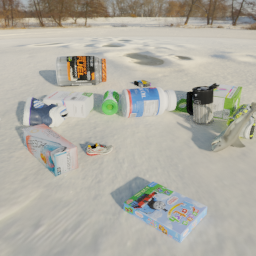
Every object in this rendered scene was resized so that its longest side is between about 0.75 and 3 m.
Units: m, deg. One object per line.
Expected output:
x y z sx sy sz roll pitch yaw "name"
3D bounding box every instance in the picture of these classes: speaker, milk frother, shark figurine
-0.814 -1.253 13.290 0.831 0.831 1.879 0 24 0 "speaker"
3.381 -1.105 12.006 1.524 1.433 1.375 -11 21 -14 "milk frother"
3.890 0.147 9.727 0.985 2.360 1.410 47 4 10 "shark figurine"

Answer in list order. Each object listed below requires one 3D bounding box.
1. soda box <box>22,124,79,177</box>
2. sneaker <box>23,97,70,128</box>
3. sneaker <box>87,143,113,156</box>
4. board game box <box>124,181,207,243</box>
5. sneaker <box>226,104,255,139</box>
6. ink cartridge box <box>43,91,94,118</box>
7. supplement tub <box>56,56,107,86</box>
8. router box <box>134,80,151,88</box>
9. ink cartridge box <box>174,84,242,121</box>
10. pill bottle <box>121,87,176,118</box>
-2.547 0.621 9.015 0.825 0.766 2.411 -18 29 -36 "soda box"
-3.403 -0.640 11.874 1.782 0.980 2.433 3 18 -15 "sneaker"
-0.932 0.688 9.355 0.903 0.371 0.351 -7 24 -17 "sneaker"
0.877 1.907 6.633 1.581 0.289 1.196 20 30 36 "board game box"
4.447 -0.399 11.174 0.955 0.943 2.500 7 23 15 "sneaker"
-2.708 -1.115 12.951 1.941 0.815 1.406 4 24 9 "ink cartridge box"
-2.831 -3.511 17.215 2.988 1.831 1.831 -4 24 -7 "supplement tub"
0.895 -2.790 17.562 0.702 0.240 0.941 -12 26 -26 "router box"
3.656 -1.376 13.217 2.893 1.096 2.138 13 26 25 "ink cartridge box"
0.915 -1.174 12.512 2.290 1.285 1.285 -6 24 -13 "pill bottle"
